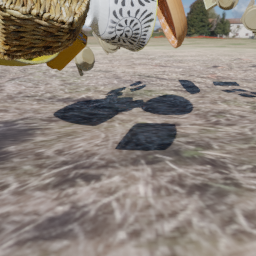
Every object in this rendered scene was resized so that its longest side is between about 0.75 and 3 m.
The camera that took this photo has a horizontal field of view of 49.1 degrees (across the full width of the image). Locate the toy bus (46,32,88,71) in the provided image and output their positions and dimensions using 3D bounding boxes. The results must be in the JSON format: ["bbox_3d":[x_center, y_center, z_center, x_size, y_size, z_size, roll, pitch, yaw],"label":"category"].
[{"bbox_3d":[-1.715,-2.055,7.550,0.486,1.494,0.585,29,45,-34],"label":"toy bus"}]

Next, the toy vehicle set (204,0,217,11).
[{"bbox_3d":[2.993,-4.479,8.907,0.178,0.832,1.339,-4,-11,-44],"label":"toy vehicle set"}]

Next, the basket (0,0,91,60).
[{"bbox_3d":[-0.925,-1.493,3.192,0.957,1.341,0.999,6,-21,-19],"label":"basket"}]

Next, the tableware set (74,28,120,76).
[{"bbox_3d":[-1.374,-3.263,9.423,0.319,2.294,2.747,-4,33,43],"label":"tableware set"}]

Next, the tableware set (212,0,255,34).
[{"bbox_3d":[3.254,-3.550,7.367,1.939,1.620,0.225,37,52,1],"label":"tableware set"}]

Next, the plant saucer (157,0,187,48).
[{"bbox_3d":[1.318,-3.964,9.208,0.495,2.644,2.644,-22,19,4],"label":"plant saucer"}]

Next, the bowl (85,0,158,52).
[{"bbox_3d":[-0.418,-2.640,5.765,1.050,2.238,2.238,-15,24,-22],"label":"bowl"}]

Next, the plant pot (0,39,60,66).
[{"bbox_3d":[-2.766,-2.317,5.816,1.738,2.448,2.448,-9,12,34],"label":"plant pot"}]
